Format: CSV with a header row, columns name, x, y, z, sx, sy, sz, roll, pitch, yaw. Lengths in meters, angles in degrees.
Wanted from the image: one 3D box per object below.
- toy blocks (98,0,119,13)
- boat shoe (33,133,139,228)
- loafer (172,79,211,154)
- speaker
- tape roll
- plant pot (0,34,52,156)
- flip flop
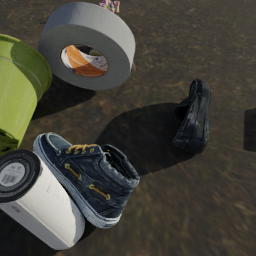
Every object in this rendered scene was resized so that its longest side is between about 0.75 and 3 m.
name,x,y,z,sx,sy,sz,roll,pitch,yaw
toy blocks,-1.190,-6.238,14.029,1.317,1.109,1.231,10,45,10
boat shoe,-0.972,0.712,6.333,2.937,1.333,1.039,41,22,27
loafer,1.835,-0.512,8.162,0.997,0.964,2.840,14,48,1
speaker,-1.547,1.422,5.123,0.956,2.355,0.956,-6,51,8
tape roll,-1.236,-2.379,8.669,2.843,2.843,0.939,8,62,8
plant pot,-3.535,-0.673,7.565,2.627,2.627,2.495,-2,57,-2
flip flop,-0.632,-2.392,10.301,2.087,0.846,0.601,22,62,23
